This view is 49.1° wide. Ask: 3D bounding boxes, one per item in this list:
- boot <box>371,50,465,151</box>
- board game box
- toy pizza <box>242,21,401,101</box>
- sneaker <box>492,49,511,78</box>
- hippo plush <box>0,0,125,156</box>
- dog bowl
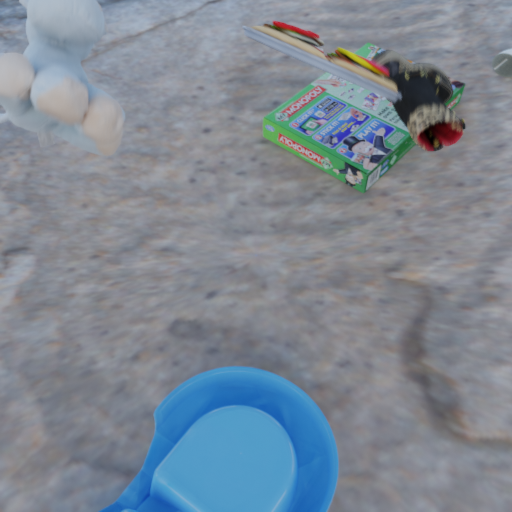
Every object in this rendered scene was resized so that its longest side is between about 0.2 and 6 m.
[{"bbox_3d":[2.647,-2.298,8.592,1.975,0.723,1.487,5,51,-44],"label":"boot"},{"bbox_3d":[2.213,-2.941,11.275,2.436,0.527,3.619,34,59,25],"label":"board game box"},{"bbox_3d":[0.911,-2.646,7.401,2.284,0.362,2.284,21,19,-8],"label":"toy pizza"},{"bbox_3d":[6.158,-4.088,12.131,1.880,0.661,0.753,34,56,25],"label":"sneaker"},{"bbox_3d":[-2.561,-2.613,7.803,1.911,2.399,1.929,20,81,-21],"label":"hippo plush"},{"bbox_3d":[-0.745,3.091,6.129,2.228,0.991,3.998,30,56,22],"label":"dog bowl"}]
